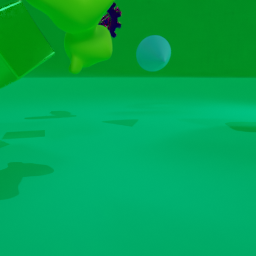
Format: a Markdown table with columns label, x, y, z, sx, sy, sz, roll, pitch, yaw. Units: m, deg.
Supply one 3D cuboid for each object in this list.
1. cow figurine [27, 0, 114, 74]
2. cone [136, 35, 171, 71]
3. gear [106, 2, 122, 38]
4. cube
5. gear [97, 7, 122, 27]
| label | x | y | z | sx | sy | sz | roll | pitch | yaw |
| --- | --- | --- | --- | --- | --- | --- | --- | --- | --- |
| cow figurine | -0.835 | -1.625 | 3.978 | 1.683 | 0.924 | 1.656 | 19 | -43 | -34 |
| cone | 0.935 | -2.142 | 8.520 | 1.149 | 1.149 | 1.154 | -2 | 26 | -11 |
| gear | -1.013 | -3.755 | 9.758 | 1.552 | 1.552 | 0.287 | -3 | 26 | -14 |
| cube | -2.553 | -1.625 | 5.755 | 1.220 | 1.220 | 1.220 | -13 | 30 | 36 |
| gear | -0.841 | -4.128 | 10.742 | 1.326 | 0.245 | 1.326 | -31 | 27 | 18 |
